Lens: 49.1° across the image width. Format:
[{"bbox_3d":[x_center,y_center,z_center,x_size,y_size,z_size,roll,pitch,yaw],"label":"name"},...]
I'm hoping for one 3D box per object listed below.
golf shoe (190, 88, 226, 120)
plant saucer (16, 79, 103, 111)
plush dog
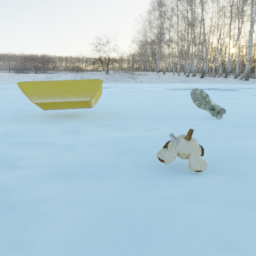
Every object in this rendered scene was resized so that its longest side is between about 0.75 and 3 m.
[{"bbox_3d":[2.748,-0.868,9.908,1.485,0.581,0.722,40,12,-8],"label":"golf shoe"},{"bbox_3d":[-2.235,-1.093,9.995,2.706,0.656,2.706,-4,-4,-6],"label":"plant saucer"},{"bbox_3d":[0.947,0.320,4.725,0.840,0.674,0.721,13,3,8],"label":"plush dog"}]
